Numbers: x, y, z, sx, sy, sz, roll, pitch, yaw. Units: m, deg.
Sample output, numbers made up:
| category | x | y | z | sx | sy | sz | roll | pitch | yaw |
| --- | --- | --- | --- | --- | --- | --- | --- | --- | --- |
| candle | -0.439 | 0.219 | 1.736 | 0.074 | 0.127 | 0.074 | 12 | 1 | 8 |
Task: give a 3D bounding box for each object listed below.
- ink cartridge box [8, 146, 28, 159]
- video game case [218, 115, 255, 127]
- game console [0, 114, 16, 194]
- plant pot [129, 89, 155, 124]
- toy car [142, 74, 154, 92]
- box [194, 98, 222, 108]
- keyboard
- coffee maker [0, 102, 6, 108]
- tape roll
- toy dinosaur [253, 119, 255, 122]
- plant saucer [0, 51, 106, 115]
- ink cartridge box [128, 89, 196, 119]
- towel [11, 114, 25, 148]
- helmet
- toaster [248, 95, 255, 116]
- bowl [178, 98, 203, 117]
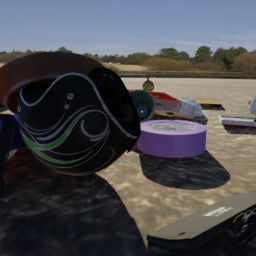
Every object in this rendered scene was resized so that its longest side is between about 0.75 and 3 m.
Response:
| category | x | y | z | sx | sy | sz | roll | pitch | yaw |
| --- | --- | --- | --- | --- | --- | --- | --- | --- | --- |
| ink cartridge box | -3.171 | 0.617 | 6.998 | 0.858 | 0.265 | 1.058 | 7 | 6 | 31 |
| video game case | 4.326 | -0.269 | 10.610 | 1.655 | 0.193 | 1.505 | 5 | 10 | 12 |
| game console | -3.339 | 0.542 | 4.680 | 2.261 | 1.342 | 1.948 | 2 | 13 | 9 |
| plant pot | 0.472 | -0.731 | 10.877 | 1.331 | 1.331 | 0.891 | 5 | -12 | 20 |
| toy car | 1.092 | -2.500 | 17.314 | 1.337 | 1.694 | 1.392 | 1 | 12 | 1 |
| box | 4.188 | -1.453 | 15.949 | 1.992 | 0.259 | 2.437 | 3 | 13 | 11 |
| keyboard | 1.353 | 1.324 | 3.816 | 2.105 | 0.417 | 1.095 | -11 | -7 | -35 |
| coffee maker | -7.084 | -1.539 | 15.131 | 1.555 | 1.048 | 1.494 | 9 | 43 | 40 |
| tape roll | 1.186 | 0.240 | 7.677 | 1.859 | 0.610 | 1.859 | 1 | 13 | 0 |
| toy dinosaur | 4.270 | -0.280 | 7.268 | 1.591 | 2.344 | 1.197 | -40 | -19 | 10 |
| plant saucer | -1.837 | -0.846 | 7.088 | 2.934 | 0.505 | 2.934 | -11 | -21 | -4 |
| ink cartridge box | 1.117 | -1.024 | 11.786 | 2.668 | 0.581 | 2.316 | 12 | -1 | 43 |
| towel | -3.042 | 0.128 | 7.674 | 2.123 | 0.712 | 2.875 | 17 | 13 | 35 |
| helmet | -1.063 | -0.136 | 5.689 | 2.141 | 2.246 | 2.246 | -28 | 4 | 20 |
| toaster | 5.716 | -0.798 | 11.098 | 1.767 | 1.004 | 1.141 | 23 | 18 | 35 |
| bowl | 2.684 | -1.003 | 12.951 | 1.601 | 0.720 | 1.601 | -1 | 13 | 0 |
